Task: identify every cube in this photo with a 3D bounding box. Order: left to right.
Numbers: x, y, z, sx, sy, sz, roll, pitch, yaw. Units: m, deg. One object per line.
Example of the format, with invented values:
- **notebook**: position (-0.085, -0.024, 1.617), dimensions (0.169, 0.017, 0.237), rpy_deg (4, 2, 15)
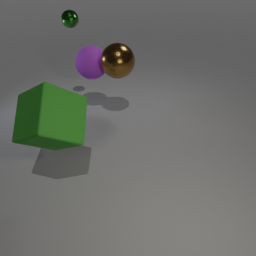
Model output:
- **cube**: position (-2.121, -0.241, 7.679), dimensions (1.400, 1.400, 1.400), rpy_deg (-12, -20, 41)

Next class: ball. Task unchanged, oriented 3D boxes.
- **ball**: position (-2.362, -4.438, 11.400), dimensions (0.700, 0.700, 0.700), rpy_deg (0, 32, 0)
- **ball**: position (-1.563, -2.802, 12.051), dimensions (1.400, 1.400, 1.400), rpy_deg (0, 32, 0)
- **ball**: position (-0.415, -2.696, 11.259), dimensions (1.400, 1.400, 1.400), rpy_deg (0, 32, 0)
